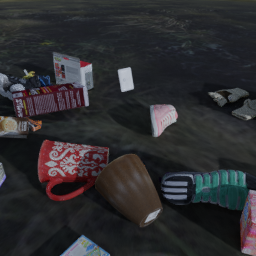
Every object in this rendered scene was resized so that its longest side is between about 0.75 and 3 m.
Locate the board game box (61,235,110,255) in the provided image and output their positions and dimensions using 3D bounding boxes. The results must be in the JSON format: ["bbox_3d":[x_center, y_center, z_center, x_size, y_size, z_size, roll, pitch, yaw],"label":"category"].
[{"bbox_3d":[-1.069,2.868,5.752,0.821,0.209,1.221,22,38,31],"label":"board game box"}]

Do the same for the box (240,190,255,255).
[{"bbox_3d":[3.596,2.222,5.995,2.081,1.068,0.985,10,33,15],"label":"box"}]

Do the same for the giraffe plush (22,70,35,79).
[{"bbox_3d":[-4.895,-2.352,13.900,0.848,0.982,0.796,-13,4,-13],"label":"giraffe plush"}]

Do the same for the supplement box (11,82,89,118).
[{"bbox_3d":[-3.221,-1.212,11.556,2.844,0.866,1.548,-13,21,-21],"label":"supplement box"}]

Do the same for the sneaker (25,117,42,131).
[{"bbox_3d":[-3.594,-0.176,10.704,0.478,0.331,0.854,-23,48,-39],"label":"sneaker"}]

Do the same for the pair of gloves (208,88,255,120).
[{"bbox_3d":[4.964,-1.179,12.191,2.079,0.429,2.444,-14,35,-23],"label":"pair of gloves"}]

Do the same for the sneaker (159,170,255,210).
[{"bbox_3d":[2.163,1.455,7.381,2.677,0.996,1.172,6,6,-2],"label":"sneaker"}]

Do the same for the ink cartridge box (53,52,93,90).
[{"bbox_3d":[-2.690,-2.841,13.708,1.904,1.672,0.799,22,37,30],"label":"ink cartridge box"}]

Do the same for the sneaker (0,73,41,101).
[{"bbox_3d":[-5.021,-2.002,13.046,2.693,1.016,1.532,29,40,31],"label":"sneaker"}]

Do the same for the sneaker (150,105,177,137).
[{"bbox_3d":[1.362,-0.356,10.505,1.043,0.751,1.995,-3,27,6],"label":"sneaker"}]

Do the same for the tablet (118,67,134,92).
[{"bbox_3d":[-0.082,-2.025,11.707,0.599,0.921,0.063,-18,18,-25],"label":"tablet"}]

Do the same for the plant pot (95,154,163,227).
[{"bbox_3d":[0.149,1.630,6.913,1.370,1.370,1.466,-21,51,-30],"label":"plant pot"}]

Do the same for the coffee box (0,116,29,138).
[{"bbox_3d":[-4.080,-0.026,9.765,1.151,0.459,0.658,3,73,-19],"label":"coffee box"}]

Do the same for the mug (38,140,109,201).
[{"bbox_3d":[-1.493,1.186,7.951,1.815,1.611,1.211,3,-5,-3],"label":"mug"}]

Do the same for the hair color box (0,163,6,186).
[{"bbox_3d":[-4.524,1.450,7.720,1.857,0.602,1.015,0,31,4],"label":"hair color box"}]

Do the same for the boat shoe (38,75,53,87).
[{"bbox_3d":[-4.130,-2.348,13.852,0.575,0.705,1.675,-20,38,-25],"label":"boat shoe"}]
